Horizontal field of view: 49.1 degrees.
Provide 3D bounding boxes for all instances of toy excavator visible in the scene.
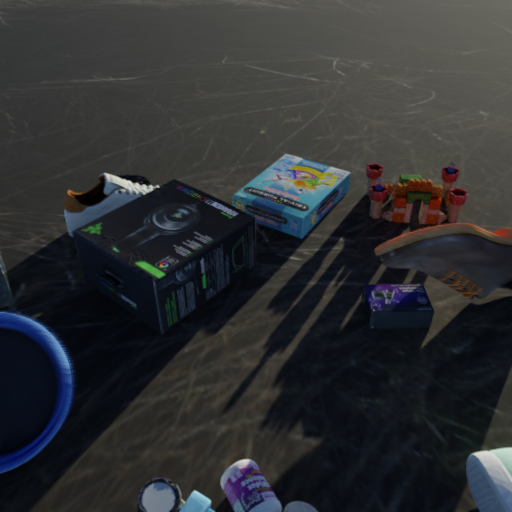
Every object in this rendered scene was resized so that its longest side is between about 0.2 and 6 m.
[{"bbox_3d":[-0.468,3.318,6.267,2.023,1.010,1.967,28,46,15],"label":"toy excavator"}]

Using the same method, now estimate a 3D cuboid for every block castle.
[{"bbox_3d":[3.524,-1.513,12.519,2.099,0.985,1.403,4,37,4],"label":"block castle"}]

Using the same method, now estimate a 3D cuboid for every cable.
[{"bbox_3d":[-3.019,-1.756,13.448,0.844,0.263,1.035,-22,42,-27],"label":"cable"}]

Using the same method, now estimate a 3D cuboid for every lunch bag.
[{"bbox_3d":[-5.248,0.345,10.073,1.370,0.982,1.671,-19,35,-22],"label":"lunch bag"}]

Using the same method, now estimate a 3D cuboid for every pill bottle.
[{"bbox_3d":[-0.016,3.025,6.858,0.528,0.528,0.940,-19,41,-23],"label":"pill bottle"}]

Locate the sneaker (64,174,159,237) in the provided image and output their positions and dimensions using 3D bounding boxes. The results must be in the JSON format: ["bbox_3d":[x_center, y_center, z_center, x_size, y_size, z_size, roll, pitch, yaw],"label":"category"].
[{"bbox_3d":[-2.663,-1.231,11.989,2.819,1.193,1.026,-17,38,-23],"label":"sneaker"}]

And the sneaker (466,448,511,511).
[{"bbox_3d":[3.848,3.265,5.900,1.888,1.178,3.201,-11,35,-5],"label":"sneaker"}]

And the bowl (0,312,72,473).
[{"bbox_3d":[-3.590,1.831,7.573,2.129,0.418,2.129,2,77,-11],"label":"bowl"}]

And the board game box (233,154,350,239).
[{"bbox_3d":[0.847,-1.437,12.780,1.767,0.549,2.341,21,42,25],"label":"board game box"}]

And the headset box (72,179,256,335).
[{"bbox_3d":[-1.709,-0.070,10.380,2.311,1.231,2.654,28,46,33],"label":"headset box"}]

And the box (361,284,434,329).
[{"bbox_3d":[2.460,0.875,9.819,1.078,0.425,0.761,-1,40,-2],"label":"box"}]

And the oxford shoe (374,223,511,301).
[{"bbox_3d":[3.648,0.151,9.850,3.256,1.161,1.187,1,74,-15],"label":"oxford shoe"}]
